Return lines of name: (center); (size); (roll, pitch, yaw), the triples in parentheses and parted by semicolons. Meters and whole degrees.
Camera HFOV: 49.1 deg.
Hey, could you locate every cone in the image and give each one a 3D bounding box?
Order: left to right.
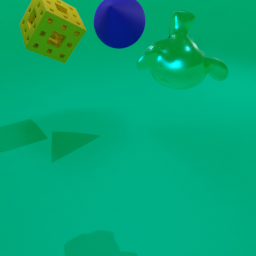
cone: (-0.321, -2.821, 6.974); (1.447, 1.447, 1.452); (4, 8, 6)

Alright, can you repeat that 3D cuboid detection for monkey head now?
monkey head: (0.761, -1.085, 4.019); (1.422, 1.023, 0.857); (4, 33, -19)

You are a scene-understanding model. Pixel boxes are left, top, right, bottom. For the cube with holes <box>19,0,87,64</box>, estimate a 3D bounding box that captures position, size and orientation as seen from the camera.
cube with holes: (-2.087, -2.760, 7.702); (1.181, 1.181, 1.181); (13, 40, -43)
